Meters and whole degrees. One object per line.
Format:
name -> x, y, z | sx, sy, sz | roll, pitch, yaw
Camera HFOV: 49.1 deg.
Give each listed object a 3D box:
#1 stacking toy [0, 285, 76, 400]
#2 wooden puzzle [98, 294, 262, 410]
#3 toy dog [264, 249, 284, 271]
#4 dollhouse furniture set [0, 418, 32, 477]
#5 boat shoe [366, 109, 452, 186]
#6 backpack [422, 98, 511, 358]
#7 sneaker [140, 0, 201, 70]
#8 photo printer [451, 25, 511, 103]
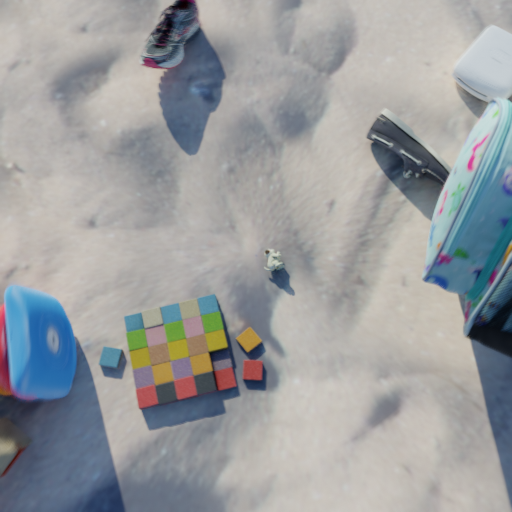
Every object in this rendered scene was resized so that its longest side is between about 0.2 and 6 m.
stacking toy -> -4.209, 1.554, 8.217 | 2.737, 1.502, 1.589 | -15, 74, 6
wooden puzzle -> -1.186, 1.472, 8.757 | 2.555, 0.179, 1.515 | -13, 70, -5
toy dog -> 0.270, 0.057, 9.300 | 0.351, 0.253, 0.362 | -27, 68, 12
dollhouse furniture set -> -4.213, 3.347, 7.716 | 2.190, 1.128, 2.166 | 36, 83, 11
boat shoe -> 2.796, -1.664, 9.813 | 0.658, 0.762, 2.098 | -46, 75, 16
backpack -> 3.943, -0.734, 7.464 | 2.688, 3.571, 3.170 | 29, 35, 6
sneaker -> -1.648, -4.182, 10.477 | 0.765, 0.708, 1.897 | 15, 57, 10
photo printer -> 4.448, -3.545, 10.523 | 1.171, 0.489, 1.407 | 39, 73, 14
